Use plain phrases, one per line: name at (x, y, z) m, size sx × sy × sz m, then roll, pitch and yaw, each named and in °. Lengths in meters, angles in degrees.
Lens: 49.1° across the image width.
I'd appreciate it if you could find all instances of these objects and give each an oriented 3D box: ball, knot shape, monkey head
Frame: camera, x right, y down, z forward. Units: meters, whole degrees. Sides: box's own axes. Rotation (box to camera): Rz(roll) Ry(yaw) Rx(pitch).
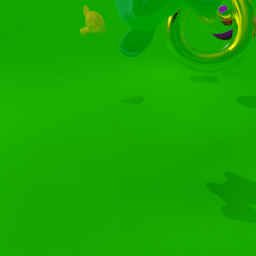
ball at (2.924, -3.119, 8.296) m, size 0.994 × 0.994 × 0.994 m, roll 0°, pitch 30°, yaw 0°
knot shape at (1.259, -1.748, 4.100) m, size 1.983 × 1.855 × 0.916 m, roll 6°, pitch 11°, yaw -27°
monkey head at (0.306, -1.071, 2.226) m, size 0.784 × 1.090 × 0.657 m, roll 23°, pitch 2°, yaw -4°
monkey head at (-1.093, -3.129, 8.466) m, size 0.720 × 1.001 × 0.603 m, roll -17°, pitch 50°, yaw 31°
